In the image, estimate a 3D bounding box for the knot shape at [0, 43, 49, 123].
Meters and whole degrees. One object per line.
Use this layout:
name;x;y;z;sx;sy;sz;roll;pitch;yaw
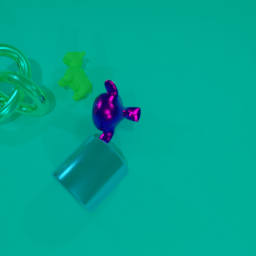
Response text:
knot shape;-3.016;-1.106;6.912;2.048;0.946;1.916;-5;106;6

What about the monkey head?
monkey head;-0.301;-0.369;6.877;1.136;0.952;1.579;10;102;13

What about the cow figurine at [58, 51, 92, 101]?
cow figurine;-1.334;-1.446;7.487;1.175;0.645;1.156;47;54;-14

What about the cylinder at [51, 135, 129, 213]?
cylinder;-0.828;1.005;6.204;1.237;1.237;1.237;39;71;16
